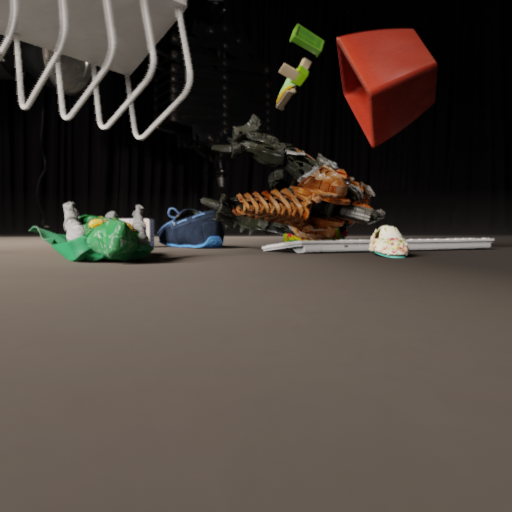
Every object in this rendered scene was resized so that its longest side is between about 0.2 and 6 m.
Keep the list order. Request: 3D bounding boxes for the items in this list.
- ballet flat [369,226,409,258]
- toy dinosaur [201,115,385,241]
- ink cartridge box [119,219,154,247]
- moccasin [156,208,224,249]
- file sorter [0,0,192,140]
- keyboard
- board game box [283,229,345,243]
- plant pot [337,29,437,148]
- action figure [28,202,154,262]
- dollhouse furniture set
[{"bbox_3d":[2.234,-0.255,9.636,0.624,0.527,1.649,1,3,0],"label":"ballet flat"},{"bbox_3d":[0.895,-1.379,11.653,3.393,2.554,4.999,22,-3,22],"label":"toy dinosaur"},{"bbox_3d":[-3.104,-0.572,14.149,1.004,0.727,0.422,0,3,9],"label":"ink cartridge box"},{"bbox_3d":[-1.580,-0.723,14.270,1.195,1.013,2.971,-2,3,-36],"label":"moccasin"},{"bbox_3d":[-2.496,-2.960,7.987,2.654,1.653,1.842,7,-26,-41],"label":"file sorter"},{"bbox_3d":[2.744,-0.243,12.040,5.251,0.280,1.478,-1,3,-28],"label":"keyboard"},{"bbox_3d":[1.501,-0.451,14.117,1.035,0.485,2.038,1,3,22],"label":"board game box"},{"bbox_3d":[2.717,-3.570,11.405,1.509,1.713,1.711,-21,-29,4],"label":"plant pot"},{"bbox_3d":[-2.333,-0.345,8.507,2.021,0.936,3.421,2,5,-23],"label":"action figure"},{"bbox_3d":[0.741,-4.152,12.436,0.697,0.902,1.806,26,-34,-13],"label":"dollhouse furniture set"}]
